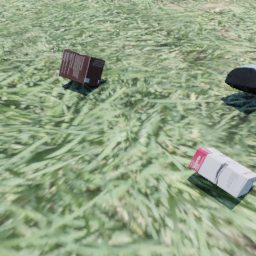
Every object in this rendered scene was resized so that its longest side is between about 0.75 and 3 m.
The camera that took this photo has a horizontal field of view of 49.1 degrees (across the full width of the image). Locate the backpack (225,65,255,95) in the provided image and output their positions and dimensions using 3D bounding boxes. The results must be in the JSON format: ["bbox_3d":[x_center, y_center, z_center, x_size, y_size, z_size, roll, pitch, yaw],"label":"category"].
[{"bbox_3d":[3.578,-1.328,7.845,1.318,1.013,1.075,21,3,-35],"label":"backpack"}]

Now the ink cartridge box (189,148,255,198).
[{"bbox_3d":[1.878,0.845,5.526,1.078,0.455,0.780,34,18,35],"label":"ink cartridge box"}]

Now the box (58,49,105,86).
[{"bbox_3d":[-1.426,-1.853,8.669,1.034,0.849,0.857,21,12,24],"label":"box"}]
